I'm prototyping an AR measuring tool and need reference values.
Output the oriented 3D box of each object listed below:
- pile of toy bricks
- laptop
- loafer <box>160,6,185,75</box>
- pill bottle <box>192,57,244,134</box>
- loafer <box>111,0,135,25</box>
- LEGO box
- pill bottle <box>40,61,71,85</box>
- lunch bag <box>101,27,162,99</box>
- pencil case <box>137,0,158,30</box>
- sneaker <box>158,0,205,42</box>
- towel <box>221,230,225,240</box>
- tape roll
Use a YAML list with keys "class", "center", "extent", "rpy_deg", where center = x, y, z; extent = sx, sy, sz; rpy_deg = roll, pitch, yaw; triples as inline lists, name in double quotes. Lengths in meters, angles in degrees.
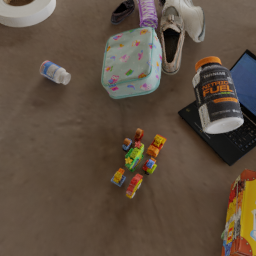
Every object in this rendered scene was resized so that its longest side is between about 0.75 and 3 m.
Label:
- class: "pile of toy bricks"
  center: [0.228, 0.707, 7.172]
  extent: [1.068, 0.950, 1.925]
  rpy_deg: [28, 64, 15]
- class: "laptop"
  center: [3.051, -0.600, 7.743]
  extent: [2.425, 1.252, 2.149]
  rpy_deg: [-32, 65, -17]
- class: "loafer"
  center: [1.406, -2.891, 8.921]
  extent: [0.823, 0.720, 2.290]
  rpy_deg: [1, 82, 10]
- class: "pill bottle"
  center: [1.602, -0.635, 5.173]
  extent: [0.718, 0.718, 1.352]
  rpy_deg: [-6, 68, -3]
- class: "loafer"
  center: [-0.160, -4.380, 10.334]
  extent: [0.499, 0.437, 1.388]
  rpy_deg: [28, 64, 15]
- class: "LEGO box"
  center: [3.534, 2.228, 6.016]
  extent: [2.554, 0.985, 1.902]
  rpy_deg: [16, 59, 10]
- class: "pill bottle"
  center: [-2.268, -1.714, 8.799]
  extent: [0.899, 0.505, 0.505]
  rpy_deg: [29, 65, 14]
- class: "lunch bag"
  center: [0.081, -2.000, 8.544]
  extent: [1.790, 0.860, 2.232]
  rpy_deg: [-10, 56, 23]
- class: "pencil case"
  center: [0.666, -4.196, 10.088]
  extent: [0.670, 0.658, 1.568]
  rpy_deg: [14, 53, -33]
- class: "sneaker"
  center: [1.890, -3.910, 9.879]
  extent: [1.213, 1.038, 2.785]
  rpy_deg: [-17, 53, 0]
- class: "towel"
  center: [3.519, 2.574, 6.541]
  extent: [2.178, 0.255, 1.661]
  rpy_deg: [32, 64, 19]
- class: "tape roll"
  center: [-3.984, -4.824, 10.580]
  extent: [2.484, 0.454, 2.484]
  rpy_deg: [0, 61, 0]
